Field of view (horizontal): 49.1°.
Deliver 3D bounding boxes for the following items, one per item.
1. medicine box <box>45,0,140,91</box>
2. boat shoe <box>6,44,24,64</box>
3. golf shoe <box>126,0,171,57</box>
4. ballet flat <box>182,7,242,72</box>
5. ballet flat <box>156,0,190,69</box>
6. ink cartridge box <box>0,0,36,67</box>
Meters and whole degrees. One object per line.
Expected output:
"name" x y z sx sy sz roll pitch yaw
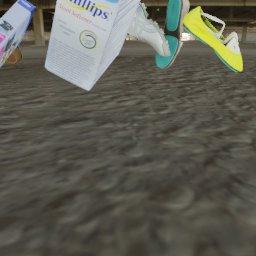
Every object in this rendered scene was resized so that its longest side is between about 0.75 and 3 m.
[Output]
"medicine box" -0.841 -2.975 7.743 1.454 2.825 2.573 27 41 0
"boat shoe" -3.717 -2.486 7.428 0.777 2.161 0.735 -18 40 23
"golf shoe" 0.476 -3.528 10.350 1.337 2.749 1.076 -35 -13 6
"ballet flat" 1.531 -1.493 4.690 1.373 0.460 0.459 37 39 -9
"ballet flat" 1.817 -3.627 10.822 0.941 2.766 0.930 31 33 28
"ink cartridge box" -2.809 -2.098 6.493 0.462 1.314 2.202 30 49 -21
